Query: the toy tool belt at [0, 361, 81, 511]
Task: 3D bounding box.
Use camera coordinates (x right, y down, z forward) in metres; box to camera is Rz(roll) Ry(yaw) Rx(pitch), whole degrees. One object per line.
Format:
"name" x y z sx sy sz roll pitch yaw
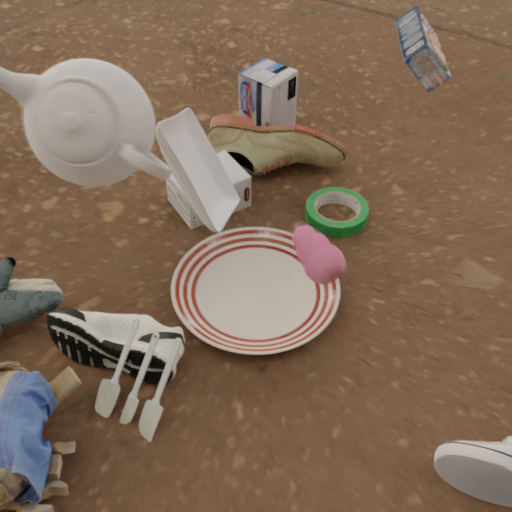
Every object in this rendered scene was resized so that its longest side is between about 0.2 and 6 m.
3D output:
"toy tool belt" -3.206 2.642 7.349 1.715 1.743 2.791 -11 38 -8

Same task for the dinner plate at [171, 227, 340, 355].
"dinner plate" -0.007 0.610 10.327 3.080 0.373 3.080 -1 46 1

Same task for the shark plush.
"shark plush" -4.565 1.073 9.334 2.615 1.188 1.089 -28 54 -23

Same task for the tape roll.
"tape roll" 1.705 -0.932 11.874 1.326 0.319 1.326 0 46 0

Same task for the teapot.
"teapot" -2.661 -2.062 8.849 2.228 2.199 1.627 -13 13 0

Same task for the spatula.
"spatula" -1.799 1.849 8.547 1.138 1.637 0.131 22 5 24

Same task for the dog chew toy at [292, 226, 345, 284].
"dog chew toy" 0.699 -0.047 6.612 0.485 0.485 0.778 -21 58 -19

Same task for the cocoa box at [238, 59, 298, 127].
"cocoa box" 0.280 -3.786 13.757 1.060 1.615 1.077 31 53 27

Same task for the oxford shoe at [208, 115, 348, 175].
"oxford shoe" 0.429 -2.317 12.920 3.274 1.159 1.209 10 71 9

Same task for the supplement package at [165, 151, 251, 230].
"supplement package" -1.017 -1.437 12.007 1.491 0.826 1.161 -24 50 -21

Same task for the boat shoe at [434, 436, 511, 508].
"boat shoe" 3.747 2.901 7.726 2.551 0.918 0.838 9 39 9

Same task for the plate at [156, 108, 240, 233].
"plate" -0.842 -1.236 8.025 0.265 1.635 1.638 -24 16 18

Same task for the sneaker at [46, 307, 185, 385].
"sneaker" -2.322 1.363 9.360 2.430 0.896 0.972 18 38 9

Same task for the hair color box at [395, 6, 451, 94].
"hair color box" 2.991 -3.746 10.104 0.496 0.820 1.639 -30 35 32
